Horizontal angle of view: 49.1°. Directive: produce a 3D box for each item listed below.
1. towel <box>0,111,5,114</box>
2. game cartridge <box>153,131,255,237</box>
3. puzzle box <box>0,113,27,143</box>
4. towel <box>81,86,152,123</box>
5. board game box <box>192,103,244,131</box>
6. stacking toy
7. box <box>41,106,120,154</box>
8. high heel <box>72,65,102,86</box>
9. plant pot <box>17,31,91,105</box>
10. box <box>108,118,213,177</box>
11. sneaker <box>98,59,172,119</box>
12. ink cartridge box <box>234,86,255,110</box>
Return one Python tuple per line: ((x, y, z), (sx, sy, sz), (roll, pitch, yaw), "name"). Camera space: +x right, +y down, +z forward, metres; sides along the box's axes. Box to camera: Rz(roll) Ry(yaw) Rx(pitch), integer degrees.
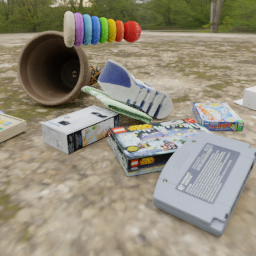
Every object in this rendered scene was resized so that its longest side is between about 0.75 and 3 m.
((-5.097, -0.471, 10.574), (0.835, 0.100, 0.605), (-18, 29, -35), "towel")
((1.665, 1.013, 6.086), (1.637, 0.510, 2.458), (15, 41, 34), "game cartridge")
((-4.969, -0.047, 9.156), (2.827, 0.359, 1.881), (14, 29, 28), "puzzle box")
((-0.467, -0.889, 10.315), (2.012, 0.309, 2.638), (18, 12, -34), "towel")
((3.187, -0.443, 10.193), (1.354, 0.345, 2.000), (0, 23, 1), "board game box")
((-0.866, -3.497, 10.203), (2.812, 1.200, 1.200), (-2, 23, -18), "stacking toy")
((-1.434, -0.027, 8.848), (1.271, 0.655, 2.179), (19, 30, 37), "box")
((-2.692, -2.528, 13.966), (2.871, 1.025, 2.046), (-1, 11, 42), "high heel")
((-2.871, -2.466, 12.394), (2.985, 2.985, 2.603), (5, 5, 12), "plant pot")
((1.014, 0.427, 7.928), (2.795, 0.557, 1.914), (-8, 25, -17), "box")
((0.221, -1.356, 10.782), (2.939, 1.187, 1.697), (31, 4, -6), "sneaker")
((5.640, -1.172, 11.346), (1.332, 0.772, 2.287), (-14, 27, -29), "ink cartridge box")
